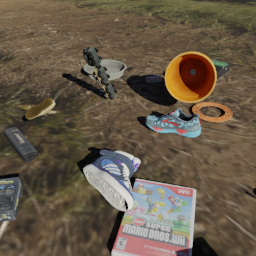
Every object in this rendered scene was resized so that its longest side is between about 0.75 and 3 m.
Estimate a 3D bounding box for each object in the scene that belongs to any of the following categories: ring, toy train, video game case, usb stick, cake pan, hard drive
[{"bbox_3d":[3.505,-0.645,11.694,1.633,0.157,1.633,0,32,0],"label":"ring"},{"bbox_3d":[-1.148,-2.172,11.615,0.676,2.953,0.504,14,63,26],"label":"toy train"},{"bbox_3d":[0.765,2.299,7.043,1.745,0.213,2.441,8,33,12],"label":"video game case"},{"bbox_3d":[-3.735,0.524,9.693,0.569,0.335,2.052,-23,39,-31],"label":"usb stick"},{"bbox_3d":[-1.255,-3.176,15.364,2.320,0.426,2.320,0,33,0],"label":"cake pan"},{"bbox_3d":[3.910,-3.048,15.046,2.064,0.559,2.955,24,40,32],"label":"hard drive"}]

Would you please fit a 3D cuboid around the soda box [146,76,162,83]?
[{"bbox_3d":[1.331,-2.531,14.522,0.806,0.256,0.276,-6,33,-11],"label":"soda box"}]

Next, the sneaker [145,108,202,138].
[{"bbox_3d":[1.681,-0.353,10.425,2.117,1.011,0.840,9,34,14],"label":"sneaker"}]

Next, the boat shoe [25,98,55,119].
[{"bbox_3d":[-2.652,-0.544,8.548,0.993,0.329,0.367,-27,75,7],"label":"boat shoe"}]

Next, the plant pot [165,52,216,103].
[{"bbox_3d":[2.564,-2.126,11.267,1.909,1.909,1.748,9,21,14],"label":"plant pot"}]

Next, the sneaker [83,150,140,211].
[{"bbox_3d":[-0.107,1.283,7.904,1.595,0.878,2.178,-25,30,-30],"label":"sneaker"}]

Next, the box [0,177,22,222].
[{"bbox_3d":[-3.728,1.944,7.412,1.592,0.406,1.255,-6,34,-9],"label":"box"}]
